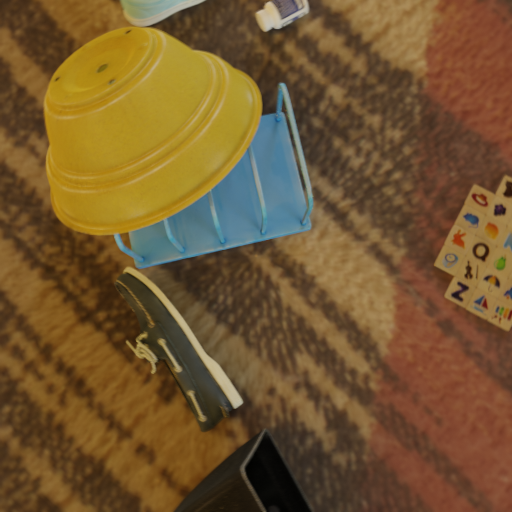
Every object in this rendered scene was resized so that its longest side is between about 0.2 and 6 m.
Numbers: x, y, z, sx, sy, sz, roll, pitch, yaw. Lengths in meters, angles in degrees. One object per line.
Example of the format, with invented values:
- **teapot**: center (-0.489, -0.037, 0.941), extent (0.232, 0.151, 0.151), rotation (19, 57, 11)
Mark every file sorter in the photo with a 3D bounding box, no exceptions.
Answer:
- **file sorter**: center (-0.739, -1.191, 8.523), extent (2.936, 1.801, 2.037), rotation (-13, 83, -2)

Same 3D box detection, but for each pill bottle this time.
- **pill bottle**: center (0.431, -4.185, 9.578), extent (0.817, 0.454, 0.454), rotation (-30, 84, -4)

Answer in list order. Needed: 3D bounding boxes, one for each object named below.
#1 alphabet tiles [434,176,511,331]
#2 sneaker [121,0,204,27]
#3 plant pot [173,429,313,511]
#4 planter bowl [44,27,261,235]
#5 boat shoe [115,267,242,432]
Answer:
- **alphabet tiles**: center (4.131, -0.061, 9.243), extent (1.933, 0.074, 2.323), rotation (28, 84, 4)
- **sneaker**: center (-1.313, -4.700, 9.429), extent (2.158, 0.884, 0.798), rotation (-37, 85, -4)
- **plant pot**: center (-0.241, 3.943, 7.912), extent (1.725, 1.940, 1.945), rotation (-32, 84, 8)
- **planter bowl**: center (-1.814, -2.123, 7.891), extent (3.544, 1.476, 3.544), rotation (-14, 49, 16)
- **boat shoe**: center (-1.357, 1.431, 8.603), extent (0.855, 1.035, 2.764), rotation (-38, 93, -17)
